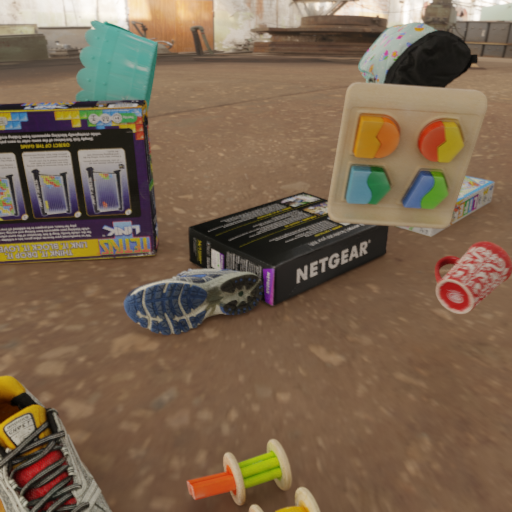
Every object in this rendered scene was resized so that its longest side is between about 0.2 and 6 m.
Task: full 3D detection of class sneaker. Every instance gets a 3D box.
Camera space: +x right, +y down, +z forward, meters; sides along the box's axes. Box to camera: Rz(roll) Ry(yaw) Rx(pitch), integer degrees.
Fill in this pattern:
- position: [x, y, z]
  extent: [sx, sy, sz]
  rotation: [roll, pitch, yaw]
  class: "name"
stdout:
- position: [-2.019, 2.003, 4.948]
  extent: [1.023, 1.080, 2.628]
  rotation: [-21, 33, -38]
  class: "sneaker"
- position: [-0.999, 0.613, 8.482]
  extent: [2.105, 0.811, 0.897]
  rotation: [-5, 16, -28]
  class: "sneaker"

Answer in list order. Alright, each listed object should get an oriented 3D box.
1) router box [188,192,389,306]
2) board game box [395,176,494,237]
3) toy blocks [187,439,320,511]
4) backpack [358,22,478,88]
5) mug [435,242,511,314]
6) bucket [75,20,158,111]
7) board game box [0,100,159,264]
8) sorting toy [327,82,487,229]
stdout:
- position: [0.612, -0.273, 10.202]
  extent: [2.998, 0.765, 2.236]
  rotation: [-21, 32, -37]
  class: "router box"
- position: [3.836, -1.341, 12.819]
  extent: [2.005, 0.510, 2.982]
  rotation: [23, 33, 39]
  class: "board game box"
- position: [-0.261, 2.291, 5.012]
  extent: [1.387, 0.504, 1.156]
  rotation: [-10, 27, -21]
  class: "toy blocks"
- position: [3.218, -4.001, 11.884]
  extent: [1.996, 1.514, 2.392]
  rotation: [-40, 21, 11]
  class: "backpack"
- position: [2.380, 0.282, 6.354]
  extent: [0.821, 0.547, 0.728]
  rotation: [-34, 6, -34]
  class: "mug"
- position: [-2.916, -3.786, 11.894]
  extent: [1.367, 2.101, 2.101]
  rotation: [11, 23, -10]
  class: "bucket"
- position: [-3.537, -1.319, 10.096]
  extent: [3.328, 2.751, 0.944]
  rotation: [-3, 25, -6]
  class: "board game box"
- position: [2.071, -1.317, 7.871]
  extent: [1.900, 2.053, 0.374]
  rotation: [3, 33, -2]
  class: "sorting toy"
